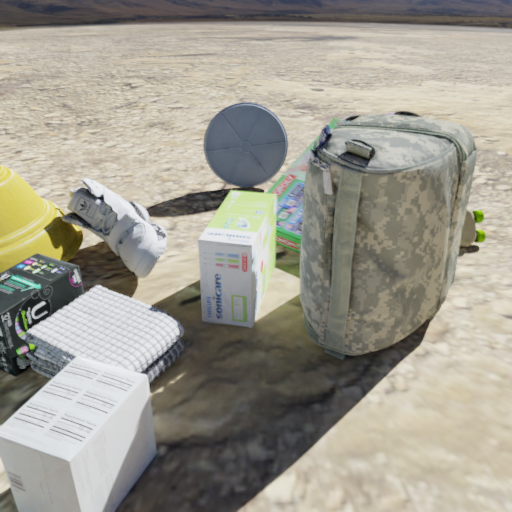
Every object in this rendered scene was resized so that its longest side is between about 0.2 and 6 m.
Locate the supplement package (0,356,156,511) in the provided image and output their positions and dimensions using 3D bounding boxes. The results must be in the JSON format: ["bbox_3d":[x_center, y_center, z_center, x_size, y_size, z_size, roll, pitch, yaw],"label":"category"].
[{"bbox_3d":[-1.753,1.910,5.675,0.906,1.177,1.231,11,30,20],"label":"supplement package"}]

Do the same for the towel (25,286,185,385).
[{"bbox_3d":[-2.003,1.222,7.476,1.703,0.729,1.410,17,34,25],"label":"towel"}]

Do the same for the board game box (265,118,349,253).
[{"bbox_3d":[1.569,-1.394,11.079,2.200,0.476,3.270,23,63,38],"label":"board game box"}]

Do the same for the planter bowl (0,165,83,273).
[{"bbox_3d":[-5.021,-0.655,9.627,3.715,1.547,3.715,-4,26,2],"label":"planter bowl"}]

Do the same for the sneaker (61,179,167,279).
[{"bbox_3d":[-2.535,-0.514,9.778,1.478,0.966,2.571,27,9,-31],"label":"sneaker"}]

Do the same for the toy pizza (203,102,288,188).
[{"bbox_3d":[-0.246,-2.598,13.179,1.988,1.988,0.315,-1,20,-2],"label":"toy pizza"}]

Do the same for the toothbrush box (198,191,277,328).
[{"bbox_3d":[-0.243,-0.018,8.969,0.847,1.433,1.968,6,28,11],"label":"toothbrush box"}]

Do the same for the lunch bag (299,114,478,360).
[{"bbox_3d":[1.681,-0.381,7.935,2.147,3.081,2.584,15,31,25],"label":"lunch bag"}]

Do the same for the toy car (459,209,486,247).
[{"bbox_3d":[3.871,-0.537,10.993,0.772,0.742,0.940,-4,0,-14],"label":"toy car"}]

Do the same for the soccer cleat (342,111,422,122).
[{"bbox_3d":[3.559,-3.585,16.117,3.004,1.024,1.099,-5,7,-17],"label":"soccer cleat"}]

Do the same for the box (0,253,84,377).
[{"bbox_3d":[-3.219,0.780,7.889,0.883,1.055,1.420,14,31,24],"label":"box"}]
